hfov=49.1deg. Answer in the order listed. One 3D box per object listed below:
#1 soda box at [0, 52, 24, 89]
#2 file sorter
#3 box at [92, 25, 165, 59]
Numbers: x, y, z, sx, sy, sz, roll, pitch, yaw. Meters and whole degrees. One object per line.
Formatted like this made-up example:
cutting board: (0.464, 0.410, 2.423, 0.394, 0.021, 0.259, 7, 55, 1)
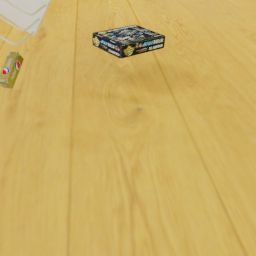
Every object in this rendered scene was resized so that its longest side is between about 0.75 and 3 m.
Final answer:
soda box: (-3.155, -1.556, 7.530, 0.311, 0.329, 0.972, 7, 69, 13)
file sorter: (-3.271, -3.924, 8.200, 1.625, 2.342, 1.458, 31, 35, -14)
box: (0.037, -3.305, 10.544, 2.197, 0.505, 1.746, -24, 43, -33)
